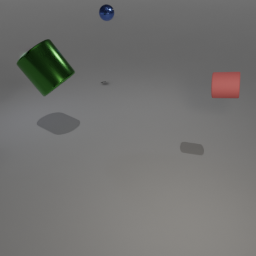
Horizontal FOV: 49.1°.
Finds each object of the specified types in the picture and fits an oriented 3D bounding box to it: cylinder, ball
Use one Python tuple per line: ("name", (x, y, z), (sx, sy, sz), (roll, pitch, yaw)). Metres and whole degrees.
("cylinder", (-2.764, -2.029, 9.522), (1.400, 1.400, 1.400), (-35, 15, 11))
("ball", (-0.963, -5.205, 12.649), (0.700, 0.700, 0.700), (0, 29, 0))
("cylinder", (2.646, -1.157, 7.576), (0.700, 0.700, 0.700), (3, 28, 20))
